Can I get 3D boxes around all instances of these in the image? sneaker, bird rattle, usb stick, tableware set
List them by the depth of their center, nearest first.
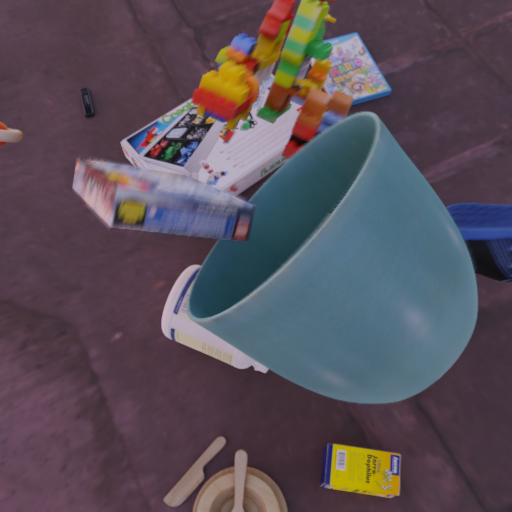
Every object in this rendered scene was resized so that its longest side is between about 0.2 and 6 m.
[{"bbox_3d":[3.820,-0.104,7.804,2.553,0.994,0.895,11,46,32],"label":"sneaker"},{"bbox_3d":[-0.857,4.551,8.162,2.178,0.660,3.294,39,70,17],"label":"tableware set"},{"bbox_3d":[-4.339,-2.015,8.943,1.047,1.285,0.724,5,94,-7],"label":"bird rattle"},{"bbox_3d":[-3.747,-3.394,12.409,0.223,0.131,0.804,-18,65,-1],"label":"usb stick"}]

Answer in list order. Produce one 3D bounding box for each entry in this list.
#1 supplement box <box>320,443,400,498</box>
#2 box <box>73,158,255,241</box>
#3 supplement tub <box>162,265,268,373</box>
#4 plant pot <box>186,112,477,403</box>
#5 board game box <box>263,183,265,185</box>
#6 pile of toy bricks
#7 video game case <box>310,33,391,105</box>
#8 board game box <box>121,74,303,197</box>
[{"bbox_3d":[1.622,3.369,8.776,1.133,0.616,0.620,7,64,4],"label":"supplement box"},{"bbox_3d":[-1.322,-0.779,7.341,1.692,2.472,0.493,6,103,-28],"label":"box"},{"bbox_3d":[-0.487,1.080,9.485,1.887,1.368,1.368,22,66,10],"label":"supplement tub"},{"bbox_3d":[1.147,0.299,7.029,2.585,3.221,3.221,41,67,-16],"label":"plant pot"},{"bbox_3d":[1.282,-0.667,10.797,1.751,0.601,2.119,-16,65,-10],"label":"board game box"},{"bbox_3d":[0.655,-3.278,9.099,2.344,2.086,4.225,25,31,3],"label":"pile of toy bricks"},{"bbox_3d":[2.062,-4.258,12.813,1.366,0.170,1.909,-18,65,-8],"label":"video game case"},{"bbox_3d":[-0.669,-2.429,11.646,3.572,0.618,2.255,-36,69,-16],"label":"board game box"}]
